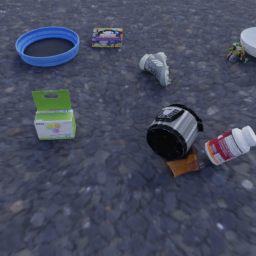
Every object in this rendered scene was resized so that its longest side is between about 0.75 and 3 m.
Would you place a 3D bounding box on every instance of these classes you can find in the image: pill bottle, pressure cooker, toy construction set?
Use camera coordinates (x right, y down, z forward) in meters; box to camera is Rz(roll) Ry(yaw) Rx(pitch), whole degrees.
[{"bbox_3d":[2.735,0.446,7.422,1.219,0.688,0.688,-31,37,29],"label":"pill bottle"},{"bbox_3d":[1.313,0.026,7.886,1.253,1.272,1.424,40,54,3],"label":"pressure cooker"},{"bbox_3d":[4.436,-3.207,11.402,0.784,0.722,0.940,2,45,2],"label":"toy construction set"}]

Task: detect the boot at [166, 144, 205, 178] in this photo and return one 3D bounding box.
[{"bbox_3d":[1.511,0.893,7.752,0.935,0.320,0.881,-15,56,-6],"label":"boot"}]

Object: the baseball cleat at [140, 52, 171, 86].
[{"bbox_3d":[0.997,-2.165,10.489,1.129,0.739,2.120,-3,36,5],"label":"baseball cleat"}]

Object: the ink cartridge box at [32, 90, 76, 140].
[{"bbox_3d":[-2.154,-0.356,8.088,1.074,1.453,0.551,-3,46,-3],"label":"ink cartridge box"}]

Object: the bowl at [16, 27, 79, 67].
[{"bbox_3d":[-3.324,-3.429,11.769,2.588,0.508,2.588,0,45,0],"label":"bowl"}]

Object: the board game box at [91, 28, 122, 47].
[{"bbox_3d":[-0.913,-4.026,12.450,1.311,0.372,1.084,0,44,0],"label":"board game box"}]

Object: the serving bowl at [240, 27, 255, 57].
[{"bbox_3d":[5.665,-3.440,11.669,2.013,0.662,2.013,-1,46,1],"label":"serving bowl"}]
